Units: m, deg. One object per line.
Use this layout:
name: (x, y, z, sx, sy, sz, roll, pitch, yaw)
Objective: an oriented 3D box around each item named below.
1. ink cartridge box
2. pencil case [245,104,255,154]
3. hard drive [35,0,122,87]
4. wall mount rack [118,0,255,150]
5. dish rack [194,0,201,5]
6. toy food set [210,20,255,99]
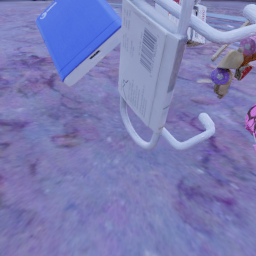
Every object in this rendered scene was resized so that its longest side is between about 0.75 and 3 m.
ink cartridge box: (1.795, -3.584, 9.499, 1.812, 1.330, 0.751, -2, 5, -37)
pencil case: (1.555, -0.009, 2.853, 0.669, 0.648, 1.429, -30, -4, 20)
hard drive: (-1.304, -2.599, 7.128, 1.912, 0.368, 2.898, -39, 53, 11)
wall mount rack: (0.361, -1.185, 3.830, 1.103, 2.959, 2.571, -24, 57, -23)
dish rack: (1.784, -4.468, 8.169, 0.309, 1.219, 1.421, -18, 62, -34)
toy food set: (2.212, -1.235, 5.492, 0.325, 1.313, 2.065, 48, 11, 23)
